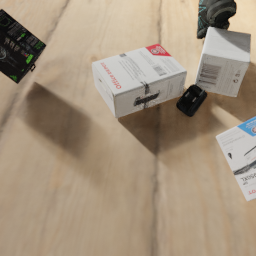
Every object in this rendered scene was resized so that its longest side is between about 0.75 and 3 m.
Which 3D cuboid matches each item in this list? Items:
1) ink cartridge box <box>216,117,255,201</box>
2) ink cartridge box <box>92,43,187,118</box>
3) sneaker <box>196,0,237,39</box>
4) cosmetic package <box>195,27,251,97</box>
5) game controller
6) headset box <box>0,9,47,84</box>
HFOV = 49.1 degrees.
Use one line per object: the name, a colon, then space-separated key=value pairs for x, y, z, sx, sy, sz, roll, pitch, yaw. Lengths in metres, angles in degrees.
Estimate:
ink cartridge box: x=2.681 y=0.609 z=5.755 sx=0.626 sy=1.075 sz=1.486 roll=0 pitch=63 yaw=-51
ink cartridge box: x=0.279 y=-1.386 z=7.939 sx=2.192 sy=0.918 sz=1.582 roll=-20 pitch=51 yaw=-18
sneaker: x=2.697 y=-3.630 z=8.782 sx=1.038 sy=2.754 sz=1.092 roll=-14 pitch=88 yaw=2
cosmetic package: x=2.761 y=-1.949 z=8.199 sx=1.259 sy=1.258 sz=1.526 roll=14 pitch=50 yaw=11
game controller: x=1.790 y=-0.792 z=7.819 sx=0.582 sy=0.235 sz=1.116 roll=33 pitch=57 yaw=13
headset box: x=-3.234 y=-2.172 z=7.789 sx=1.558 sy=1.357 sz=0.723 roll=39 pitch=43 yaw=-20
